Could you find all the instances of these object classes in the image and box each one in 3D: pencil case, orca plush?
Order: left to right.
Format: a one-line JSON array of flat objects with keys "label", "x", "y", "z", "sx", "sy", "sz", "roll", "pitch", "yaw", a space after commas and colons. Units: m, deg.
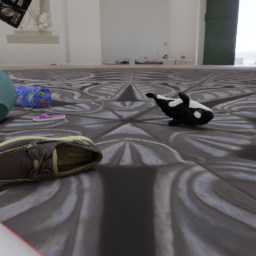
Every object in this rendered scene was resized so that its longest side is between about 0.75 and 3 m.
[{"label": "pencil case", "x": -3.875, "y": -1.255, "z": 10.620, "sx": 1.917, "sy": 0.832, "sz": 0.748, "roll": 7, "pitch": 18, "yaw": 21}, {"label": "orca plush", "x": 1.284, "y": -0.457, "z": 7.813, "sx": 2.100, "sy": 1.105, "sz": 0.746, "roll": 32, "pitch": 69, "yaw": 29}]

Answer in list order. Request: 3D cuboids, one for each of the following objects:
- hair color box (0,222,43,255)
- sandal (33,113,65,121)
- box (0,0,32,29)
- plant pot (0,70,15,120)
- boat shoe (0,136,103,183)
[{"label": "hair color box", "x": -1.330, "y": 1.185, "z": 2.089, "sx": 1.918, "sy": 0.587, "sz": 0.974, "roll": 14, "pitch": 21, "yaw": 38}, {"label": "sandal", "x": -2.392, "y": -0.366, "z": 8.486, "sx": 0.941, "sy": 0.231, "sz": 0.383, "roll": -6, "pitch": 16, "yaw": -20}, {"label": "box", "x": -3.349, "y": -3.937, "z": 8.447, "sx": 0.719, "sy": 1.669, "sz": 1.367, "roll": 27, "pitch": 7, "yaw": -32}, {"label": "plant pot", "x": -3.988, "y": -0.791, "z": 8.134, "sx": 1.565, "sy": 1.565, "sz": 1.054, "roll": -11, "pitch": 50, "yaw": -35}, {"label": "boat shoe", "x": -1.297, "y": 0.476, "z": 4.485, "sx": 1.937, "sy": 0.709, "sz": 0.628, "roll": -11, "pitch": 14, "yaw": -36}]
